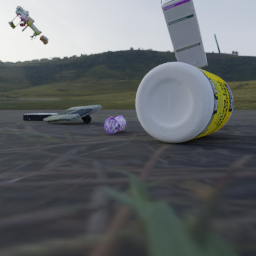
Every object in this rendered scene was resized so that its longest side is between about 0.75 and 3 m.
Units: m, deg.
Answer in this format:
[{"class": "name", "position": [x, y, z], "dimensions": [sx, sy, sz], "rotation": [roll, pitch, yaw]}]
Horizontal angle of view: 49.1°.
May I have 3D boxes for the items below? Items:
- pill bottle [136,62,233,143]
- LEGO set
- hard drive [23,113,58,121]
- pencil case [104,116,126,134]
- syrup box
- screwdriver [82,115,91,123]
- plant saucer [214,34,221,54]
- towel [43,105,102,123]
[{"class": "pill bottle", "position": [1.342, -0.504, 5.799], "dimensions": [1.416, 1.416, 2.519], "rotation": [3, 5, 31]}, {"class": "LEGO set", "position": [-3.137, -3.069, 8.665], "dimensions": [0.762, 0.616, 1.656], "rotation": [39, -7, 15]}, {"class": "hard drive", "position": [-3.838, -0.522, 13.079], "dimensions": [1.698, 0.321, 1.186], "rotation": [0, 4, 7]}, {"class": "pencil case", "position": [-0.312, -0.097, 7.031], "dimensions": [0.406, 0.413, 0.967], "rotation": [-2, 3, 10]}, {"class": "syrup box", "position": [2.041, -3.477, 10.102], "dimensions": [1.078, 2.647, 1.042], "rotation": [-14, 36, 16]}, {"class": "screwdriver", "position": [-1.783, -0.426, 11.839], "dimensions": [0.386, 0.403, 2.771], "rotation": [-3, 3, -10]}, {"class": "plant saucer", "position": [3.439, -3.255, 10.798], "dimensions": [0.084, 0.885, 0.310], "rotation": [-16, -39, 21]}, {"class": "towel", "position": [-2.120, -0.497, 10.749], "dimensions": [1.724, 0.298, 1.660], "rotation": [0, 21, 40]}]
